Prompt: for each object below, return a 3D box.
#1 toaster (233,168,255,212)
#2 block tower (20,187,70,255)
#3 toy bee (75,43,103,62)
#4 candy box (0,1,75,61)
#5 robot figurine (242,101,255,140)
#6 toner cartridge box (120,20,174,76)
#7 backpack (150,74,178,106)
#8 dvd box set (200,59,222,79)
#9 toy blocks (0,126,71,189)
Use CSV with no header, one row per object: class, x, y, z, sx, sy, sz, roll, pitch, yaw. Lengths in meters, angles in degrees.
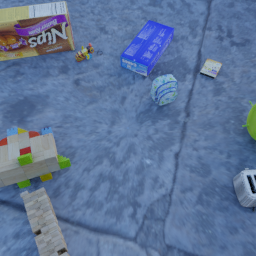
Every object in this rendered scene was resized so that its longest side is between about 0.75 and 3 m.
toaster,3.317,1.655,7.600,0.623,0.709,1.097,-3,57,-1
block tower,-2.044,2.570,7.070,0.643,0.601,2.224,-24,61,-16
toy bee,-1.548,-2.958,10.698,0.691,0.574,1.056,35,64,22
candy box,-3.580,-3.565,10.411,2.934,1.712,0.828,-9,59,-7
robot figurine,4.706,-0.055,8.285,2.455,1.420,2.154,19,64,11
toner cartridge box,0.774,-3.137,10.828,1.163,0.529,2.449,24,60,16
backpack,1.254,-1.270,9.351,0.882,0.964,0.709,-19,59,-12
dvd box set,3.105,-2.224,10.482,0.597,0.120,0.816,24,60,15
toy blocks,-3.068,0.662,8.128,2.460,1.229,1.682,-16,47,-11
